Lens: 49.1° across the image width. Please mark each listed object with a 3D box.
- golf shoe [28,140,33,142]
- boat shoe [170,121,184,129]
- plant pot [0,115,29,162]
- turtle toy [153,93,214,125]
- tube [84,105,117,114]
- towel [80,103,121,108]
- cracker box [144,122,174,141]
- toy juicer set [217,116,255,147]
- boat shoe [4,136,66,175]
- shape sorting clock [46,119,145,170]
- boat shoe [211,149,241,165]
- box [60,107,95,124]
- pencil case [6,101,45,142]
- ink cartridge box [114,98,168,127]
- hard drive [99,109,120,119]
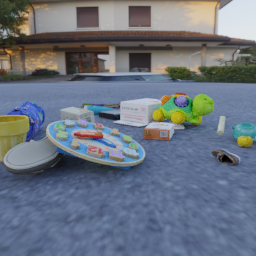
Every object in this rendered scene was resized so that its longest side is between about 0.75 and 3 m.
[{"bbox_3d":[-2.740,0.641,8.148,0.480,0.379,1.043,10,15,-18],"label":"golf shoe"},{"bbox_3d":[2.058,-0.144,11.818,0.315,0.300,0.876,-5,13,-23],"label":"boat shoe"},{"bbox_3d":[-3.371,0.285,7.831,1.211,1.139,1.211,0,13,0],"label":"plant pot"},{"bbox_3d":[2.427,-0.831,11.977,2.606,1.317,1.899,10,6,43],"label":"turtle toy"},{"bbox_3d":[-1.458,-0.986,15.471,1.962,0.495,0.760,-1,10,-31],"label":"tube"},{"bbox_3d":[-1.249,-1.332,16.686,2.632,0.300,1.890,2,4,22],"label":"towel"},{"bbox_3d":[1.190,0.095,10.466,0.927,0.399,1.383,4,12,15],"label":"cracker box"},{"bbox_3d":[3.915,0.268,9.506,2.265,0.616,1.441,16,36,39],"label":"toy juicer set"},{"bbox_3d":[-2.143,0.709,7.223,0.926,0.789,2.769,22,20,9],"label":"boat shoe"},{"bbox_3d":[-0.813,0.304,7.487,2.678,0.525,2.678,17,19,-6],"label":"shape sorting clock"},{"bbox_3d":[2.585,0.769,7.575,0.311,0.310,0.858,-11,16,-35],"label":"boat shoe"},{"bbox_3d":[-2.098,-0.361,11.540,0.657,0.803,1.691,-19,22,-36],"label":"box"},{"bbox_3d":[-3.791,-0.296,10.317,1.122,1.249,2.876,-3,12,-9],"label":"pencil case"},{"bbox_3d":[0.745,-0.802,13.293,1.606,0.946,2.789,9,15,35],"label":"ink cartridge box"},{"bbox_3d":[-0.419,-0.746,14.585,1.830,0.301,1.277,-11,15,-43],"label":"hard drive"}]
